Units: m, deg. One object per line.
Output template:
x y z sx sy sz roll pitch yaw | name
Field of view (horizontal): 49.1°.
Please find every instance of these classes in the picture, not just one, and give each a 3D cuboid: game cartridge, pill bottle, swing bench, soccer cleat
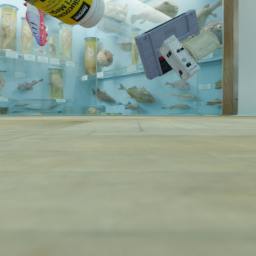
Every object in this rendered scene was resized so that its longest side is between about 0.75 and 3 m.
1.764 -3.366 11.384 2.891 1.874 0.555 -32 28 -17 | game cartridge
-1.429 -2.966 6.115 1.130 1.130 2.010 2 -3 32 | pill bottle
2.099 -2.573 9.064 1.176 0.767 1.182 -34 15 -23 | swing bench
-3.054 -3.441 9.220 0.650 1.700 0.567 -10 -10 4 | soccer cleat

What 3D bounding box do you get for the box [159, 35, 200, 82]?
1.486 -2.007 8.182 0.373 1.241 0.724 -37 -5 -10 | box
